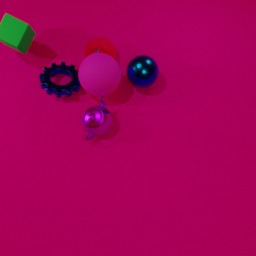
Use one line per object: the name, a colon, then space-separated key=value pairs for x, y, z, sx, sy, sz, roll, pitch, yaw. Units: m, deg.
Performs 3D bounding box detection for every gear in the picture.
gear: x=-1.986 y=-1.448 z=8.329 sx=1.227 sy=0.227 sz=1.227 roll=5 pitch=56 yaw=-7

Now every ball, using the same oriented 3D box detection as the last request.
ball: x=0.425 y=-1.652 z=8.180 sx=0.954 sy=0.954 sz=0.954 roll=0 pitch=67 yaw=0
ball: x=-0.799 y=-1.514 z=7.963 sx=1.205 sy=1.205 sz=1.205 roll=0 pitch=67 yaw=0

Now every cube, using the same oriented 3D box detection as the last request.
cube: x=-3.316 y=-2.766 z=8.291 sx=0.744 sy=0.744 sz=0.744 roll=26 pitch=88 yaw=-2

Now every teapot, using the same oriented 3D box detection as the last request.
teapot: x=-0.863 y=-0.270 z=7.650 sx=0.855 sy=0.674 sz=1.376 roll=19 pitch=86 yaw=20

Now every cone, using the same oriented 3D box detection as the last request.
cone: x=-0.814 y=-2.299 z=8.249 sx=0.982 sy=0.986 sz=0.982 roll=0 pitch=94 yaw=-5
